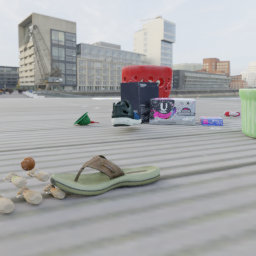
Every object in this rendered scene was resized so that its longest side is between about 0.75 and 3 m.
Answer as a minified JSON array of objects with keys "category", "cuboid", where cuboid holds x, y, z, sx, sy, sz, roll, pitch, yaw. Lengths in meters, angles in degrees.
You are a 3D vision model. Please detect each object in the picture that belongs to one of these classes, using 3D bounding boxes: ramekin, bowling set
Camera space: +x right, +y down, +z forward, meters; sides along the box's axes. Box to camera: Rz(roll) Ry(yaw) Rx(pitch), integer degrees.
[{"category":"ramekin","cuboid":[4.296,-0.394,7.411,2.607,1.273,2.607,0,8,0]},{"category":"bowling set","cuboid":[-1.107,0.571,3.127,0.793,0.552,0.426,-2,5,-42]}]

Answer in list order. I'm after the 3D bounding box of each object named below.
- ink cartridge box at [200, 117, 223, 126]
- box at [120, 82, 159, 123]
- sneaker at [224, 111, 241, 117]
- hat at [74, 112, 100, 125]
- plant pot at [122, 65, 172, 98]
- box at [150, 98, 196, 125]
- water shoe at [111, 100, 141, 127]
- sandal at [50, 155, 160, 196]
[{"category":"ink cartridge box","cuboid":[3.090,-0.263,10.400,0.751,0.264,1.259,1,9,11]},{"category":"box","cuboid":[0.518,-1.068,11.340,0.891,1.558,1.712,4,8,32]},{"category":"sneaker","cuboid":[4.939,-0.657,13.186,0.780,0.278,0.439,0,4,-16]},{"category":"hat","cuboid":[-1.440,-0.139,10.066,0.782,0.689,0.648,-44,16,-12]},{"category":"plant pot","cuboid":[1.032,-2.071,15.322,2.747,2.502,2.747,0,8,0]},{"category":"box","cuboid":[1.690,-0.651,10.553,1.655,0.950,1.094,1,8,11]},{"category":"water shoe","cuboid":[-0.002,-0.473,8.582,0.706,0.779,1.974,-1,4,10]},{"category":"sandal","cuboid":[-0.267,0.545,3.632,1.485,0.424,0.590,-4,9,-28]}]
